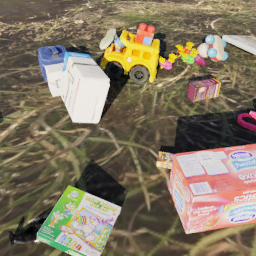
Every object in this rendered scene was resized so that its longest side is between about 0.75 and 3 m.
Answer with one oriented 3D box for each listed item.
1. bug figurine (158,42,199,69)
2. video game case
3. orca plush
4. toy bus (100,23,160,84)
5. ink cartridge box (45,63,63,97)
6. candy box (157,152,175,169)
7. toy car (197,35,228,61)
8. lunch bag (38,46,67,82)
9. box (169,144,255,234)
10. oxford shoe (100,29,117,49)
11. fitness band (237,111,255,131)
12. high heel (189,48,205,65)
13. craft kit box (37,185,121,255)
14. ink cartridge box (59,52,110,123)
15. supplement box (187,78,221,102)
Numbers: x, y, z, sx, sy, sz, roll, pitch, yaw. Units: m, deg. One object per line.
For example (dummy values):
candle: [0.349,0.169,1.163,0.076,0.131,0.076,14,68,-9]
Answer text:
bug figurine: [2.277,-3.701,14.609,2.882,0.742,2.235,-15,33,-11]
video game case: [7.262,-4.767,16.121,2.495,0.302,2.741,-9,37,-27]
orca plush: [-2.171,2.347,6.644,1.285,0.457,0.676,-6,37,-8]
toy bus: [0.213,-3.596,12.839,2.653,2.547,1.800,12,39,0]
ink cartridge box: [-3.019,-2.096,12.124,0.820,1.122,0.824,-15,39,-19]
candy box: [1.324,1.019,8.649,0.822,0.232,0.480,7,38,12]
toy car: [4.319,-4.117,15.094,1.397,1.340,1.515,-3,-7,-43]
lunch bag: [-3.546,-3.178,13.440,1.340,1.305,1.973,-14,38,-18]
box: [2.659,1.440,7.086,2.920,1.382,1.498,-7,37,-9]
oxford shoe: [-1.111,-5.279,16.926,0.774,0.595,2.060,-2,43,23]
fitness band: [4.722,-0.231,10.343,1.302,0.244,0.935,23,42,29]
high heel: [3.677,-3.807,15.212,0.835,0.586,1.737,42,21,-15]
craft kit box: [-1.101,2.245,6.653,1.496,0.363,1.477,21,37,6]
ink cartridge box: [-1.760,-1.583,10.690,1.053,1.823,2.497,2,31,-28]
supplement box: [3.198,-1.602,11.824,1.239,0.683,0.531,-13,37,-18]
